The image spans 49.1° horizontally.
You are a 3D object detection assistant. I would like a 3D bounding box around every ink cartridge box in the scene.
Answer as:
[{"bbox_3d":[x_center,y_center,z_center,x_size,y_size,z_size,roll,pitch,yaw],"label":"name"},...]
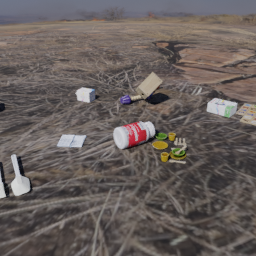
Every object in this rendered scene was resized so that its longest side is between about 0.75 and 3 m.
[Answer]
[{"bbox_3d":[-2.020,-1.566,13.216,0.791,0.496,0.509,13,29,24],"label":"ink cartridge box"},{"bbox_3d":[3.969,-0.862,11.840,1.023,0.447,0.743,19,33,36],"label":"ink cartridge box"}]

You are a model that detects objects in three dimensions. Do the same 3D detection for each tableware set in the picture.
[{"bbox_3d":[1.340,0.577,9.113,1.132,0.258,1.680,4,27,10],"label":"tableware set"}]

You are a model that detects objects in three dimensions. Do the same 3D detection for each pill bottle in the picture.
[{"bbox_3d":[0.230,0.198,9.348,1.290,0.724,0.724,-16,30,-29],"label":"pill bottle"}]

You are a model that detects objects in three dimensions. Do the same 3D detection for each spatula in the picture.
[{"bbox_3d":[-3.501,1.364,7.677,1.371,0.158,1.971,-17,30,-20],"label":"spatula"}]

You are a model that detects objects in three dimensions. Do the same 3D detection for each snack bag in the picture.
[{"bbox_3d":[-1.909,0.434,9.590,0.863,0.092,0.813,2,26,3],"label":"snack bag"}]

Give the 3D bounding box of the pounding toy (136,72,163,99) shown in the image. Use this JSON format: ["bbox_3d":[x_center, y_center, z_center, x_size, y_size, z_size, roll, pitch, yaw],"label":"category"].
[{"bbox_3d":[1.036,-1.810,12.437,1.093,0.844,1.187,-46,3,-6],"label":"pounding toy"}]

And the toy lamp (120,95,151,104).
[{"bbox_3d":[0.350,-1.388,12.961,1.537,0.447,0.447,-13,29,-30],"label":"toy lamp"}]

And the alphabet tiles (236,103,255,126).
[{"bbox_3d":[5.443,-0.516,11.553,1.769,0.080,2.117,18,31,31],"label":"alphabet tiles"}]
